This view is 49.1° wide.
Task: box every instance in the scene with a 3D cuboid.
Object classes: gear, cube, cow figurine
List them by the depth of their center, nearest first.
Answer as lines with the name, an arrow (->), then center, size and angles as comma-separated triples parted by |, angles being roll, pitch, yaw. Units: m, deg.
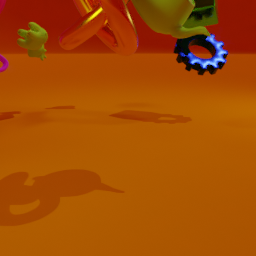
gear -> 2.057, -2.157, 7.937 | 1.489, 0.275, 1.489 | 4, 60, -7
cube -> 1.983, -3.572, 7.987 | 1.019, 1.019, 1.019 | -4, -9, 23
cow figurine -> -2.669, -2.502, 8.232 | 1.152, 0.632, 1.133 | -15, -20, 34

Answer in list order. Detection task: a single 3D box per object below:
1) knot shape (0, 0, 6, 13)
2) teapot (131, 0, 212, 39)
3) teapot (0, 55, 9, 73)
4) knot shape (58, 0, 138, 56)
knot shape -> -3.386, -3.549, 7.149 | 1.914, 0.884, 1.791 | -49, 27, -17
teapot -> 0.538, -1.753, 3.740 | 0.767, 1.567, 0.974 | -30, -2, 29
teapot -> -2.948, -1.530, 4.871 | 1.181, 0.930, 1.899 | -16, -32, 32
knot shape -> -0.413, -1.532, 3.548 | 0.725, 1.569, 1.468 | -1, -15, -35
